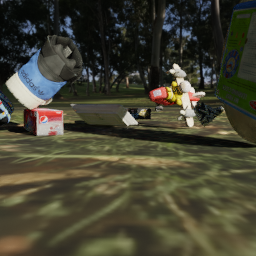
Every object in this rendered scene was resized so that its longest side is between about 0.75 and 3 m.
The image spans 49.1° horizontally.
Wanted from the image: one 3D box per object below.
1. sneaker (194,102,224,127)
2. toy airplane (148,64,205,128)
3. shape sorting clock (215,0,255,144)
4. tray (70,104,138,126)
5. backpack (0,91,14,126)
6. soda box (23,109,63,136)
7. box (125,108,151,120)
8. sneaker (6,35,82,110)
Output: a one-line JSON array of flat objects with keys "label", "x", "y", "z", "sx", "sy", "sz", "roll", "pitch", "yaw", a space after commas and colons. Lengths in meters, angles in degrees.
[{"label": "sneaker", "x": 1.608, "y": -0.380, "z": 5.711, "sx": 0.764, "sy": 0.497, "sz": 0.305, "roll": -33, "pitch": -10, "yaw": -34}, {"label": "toy airplane", "x": 1.462, "y": -0.909, "z": 7.573, "sx": 1.454, "sy": 1.448, "sz": 1.026, "roll": 39, "pitch": -26, "yaw": 2}, {"label": "shape sorting clock", "x": 2.163, "y": -1.076, "z": 4.494, "sx": 0.529, "sy": 2.695, "sz": 2.695, "roll": 4, "pitch": 4, "yaw": -9}, {"label": "tray", "x": -0.773, "y": -0.348, "z": 8.457, "sx": 1.971, "sy": 0.219, "sz": 1.058, "roll": 3, "pitch": -29, "yaw": 34}, {"label": "backpack", "x": -3.084, "y": -0.515, "z": 6.365, "sx": 1.086, "sy": 0.992, "sz": 0.731, "roll": -12, "pitch": 39, "yaw": 37}, {"label": "soda box", "x": -2.033, "y": -0.177, "z": 6.621, "sx": 0.597, "sy": 0.541, "sz": 1.705, "roll": -3, "pitch": 7, "yaw": -29}, {"label": "box", "x": -0.333, "y": -0.458, "z": 9.788, "sx": 1.776, "sy": 0.441, "sz": 1.763, "roll": -2, "pitch": 2, "yaw": -19}, {"label": "sneaker", "x": -1.865, "y": -1.458, "z": 7.022, "sx": 1.655, "sy": 1.142, "sz": 2.975, "roll": -39, "pitch": 14, "yaw": 2}]
